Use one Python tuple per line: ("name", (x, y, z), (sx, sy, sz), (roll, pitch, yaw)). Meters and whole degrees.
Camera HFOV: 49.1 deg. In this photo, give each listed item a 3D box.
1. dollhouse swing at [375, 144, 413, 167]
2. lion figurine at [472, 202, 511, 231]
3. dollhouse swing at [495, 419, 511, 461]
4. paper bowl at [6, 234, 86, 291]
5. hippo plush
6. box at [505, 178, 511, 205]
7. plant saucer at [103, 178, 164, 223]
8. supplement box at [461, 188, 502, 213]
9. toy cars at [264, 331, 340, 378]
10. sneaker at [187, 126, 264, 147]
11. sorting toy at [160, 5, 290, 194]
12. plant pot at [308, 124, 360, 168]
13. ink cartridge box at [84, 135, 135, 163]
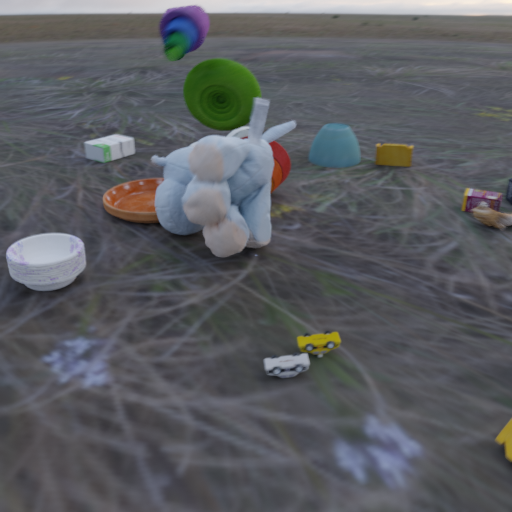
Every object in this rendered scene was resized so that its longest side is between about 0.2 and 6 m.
("dollhouse swing", (3.658, -2.804, 14.835), (0.916, 0.833, 0.805), (6, 47, 13))
("lion figurine", (4.941, -0.726, 11.065), (1.206, 0.437, 0.739), (11, 15, -13))
("dollhouse swing", (3.252, 2.037, 5.755), (0.929, 0.898, 1.022), (-50, 40, -3))
("paper bowl", (-3.366, 0.131, 9.067), (1.179, 0.613, 1.179), (0, 27, 0))
("hippo plush", (-1.002, -1.432, 10.121), (2.279, 2.835, 2.258), (6, -7, 34))
("box", (6.020, -1.305, 12.070), (0.948, 0.494, 0.863), (2, 25, 4))
("plant saucer", (-2.168, -1.175, 11.996), (2.144, 0.346, 2.144), (0, 26, 0))
("supplement box", (4.780, -1.141, 11.872), (0.734, 0.379, 0.481), (12, 29, 23))
("toy cars", (0.606, 1.295, 7.179), (1.158, 0.256, 0.519), (-27, 31, -36))
("sneaker", (-0.627, -2.623, 14.438), (2.457, 0.908, 0.974), (-28, 47, -33))
("sorting toy", (-0.656, -2.528, 11.032), (1.575, 4.544, 1.565), (-10, 45, 21))
("plant pot", (2.123, -3.012, 15.005), (1.383, 0.932, 1.383), (1, 27, 0))
("ink cartridge box", (-4.012, -2.954, 15.398), (0.802, 0.462, 1.099), (19, 33, 34))
